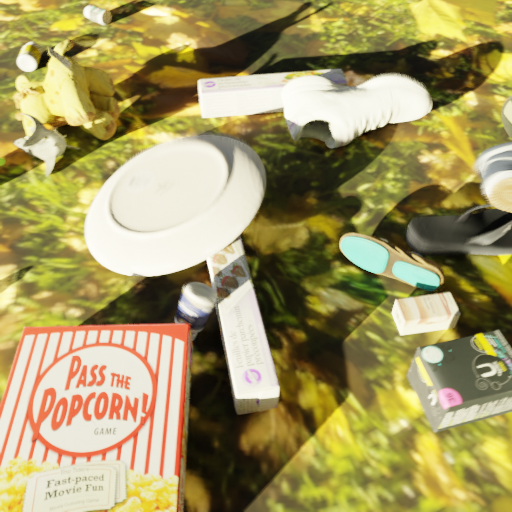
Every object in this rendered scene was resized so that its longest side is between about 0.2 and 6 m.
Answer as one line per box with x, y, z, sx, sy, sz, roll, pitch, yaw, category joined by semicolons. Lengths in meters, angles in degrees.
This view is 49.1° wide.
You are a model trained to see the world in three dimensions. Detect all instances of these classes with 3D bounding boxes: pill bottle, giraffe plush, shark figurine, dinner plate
-4.121;-6.257;14.543;0.653;0.369;0.369;28;53;24;pill bottle
-3.890;-3.036;11.007;1.599;1.971;1.701;-20;50;23;giraffe plush
-5.272;-4.661;13.065;0.416;0.416;0.739;-3;48;-3;pill bottle
-0.880;0.800;7.813;0.437;0.787;0.437;18;27;-10;pill bottle
-3.819;-1.897;10.249;1.171;1.960;0.818;13;84;-26;shark figurine
-1.424;-1.040;9.285;3.218;0.390;3.218;-11;47;12;dinner plate

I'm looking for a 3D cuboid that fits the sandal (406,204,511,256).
3.636;-0.445;9.084;2.404;0.515;0.914;-8;49;-16;sandal

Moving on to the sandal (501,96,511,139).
5.822;-2.369;10.690;2.367;0.940;0.675;30;60;13;sandal

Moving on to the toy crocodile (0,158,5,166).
-5.370;-1.320;10.010;0.635;0.581;1.881;26;48;21;toy crocodile

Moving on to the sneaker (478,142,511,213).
4.812;-1.149;9.356;2.378;0.834;1.290;17;40;-12;sneaker

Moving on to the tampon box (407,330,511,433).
2.704;1.594;7.193;1.164;0.735;0.873;-11;49;-10;tampon box

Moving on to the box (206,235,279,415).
-0.269;0.799;8.018;0.563;0.603;2.908;-9;48;-8;box

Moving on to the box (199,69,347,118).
0.356;-3.433;11.813;3.091;0.641;0.598;-7;48;-5;box

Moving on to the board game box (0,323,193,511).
-1.939;2.195;6.675;2.219;0.678;2.929;-2;48;-1;board game box

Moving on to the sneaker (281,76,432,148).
1.996;-2.728;11.101;2.974;1.113;1.481;-1;67;-2;sneaker

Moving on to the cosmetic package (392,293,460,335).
2.453;0.838;8.128;0.830;0.362;0.429;-8;48;-7;cosmetic package

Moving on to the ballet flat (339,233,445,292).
2.152;0.028;8.801;1.682;0.571;0.609;22;31;18;ballet flat
